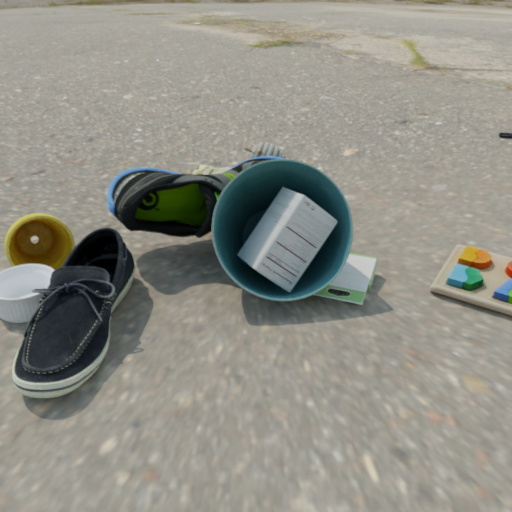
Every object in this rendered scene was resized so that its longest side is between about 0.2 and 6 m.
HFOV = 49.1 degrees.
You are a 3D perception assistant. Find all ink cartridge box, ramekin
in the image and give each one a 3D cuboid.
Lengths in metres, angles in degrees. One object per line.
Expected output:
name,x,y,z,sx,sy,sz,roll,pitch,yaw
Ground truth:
ink cartridge box,1.314,0.363,8.308,0.772,0.254,1.060,10,44,18
ramekin,-3.216,0.531,7.801,0.922,0.449,0.922,0,30,0

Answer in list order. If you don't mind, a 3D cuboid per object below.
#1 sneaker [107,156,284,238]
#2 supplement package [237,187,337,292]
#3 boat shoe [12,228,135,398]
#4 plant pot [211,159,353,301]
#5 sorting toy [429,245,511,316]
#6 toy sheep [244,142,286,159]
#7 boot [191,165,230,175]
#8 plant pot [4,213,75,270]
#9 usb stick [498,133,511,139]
sneaker,-0.568,-0.805,8.933,3.470,1.230,1.438,-6,29,-17
supplement package,0.431,-0.242,7.985,0.717,1.222,0.714,33,2,-29
boat shoe,-2.302,0.598,7.211,1.093,0.912,2.930,4,33,5
plant pot,0.304,-0.323,8.205,1.938,1.938,1.305,-3,-3,-6
sorting toy,3.550,0.310,8.343,1.496,0.295,1.617,18,34,28
toy sheep,0.206,-2.080,11.740,0.962,0.663,0.663,26,30,-7
boot,-0.488,-1.312,10.758,1.458,0.679,1.885,3,23,2
plant pot,-3.392,-0.203,8.698,0.975,0.975,0.918,-15,17,-24
usb stick,6.687,-3.096,14.470,0.776,0.127,0.215,5,37,9
